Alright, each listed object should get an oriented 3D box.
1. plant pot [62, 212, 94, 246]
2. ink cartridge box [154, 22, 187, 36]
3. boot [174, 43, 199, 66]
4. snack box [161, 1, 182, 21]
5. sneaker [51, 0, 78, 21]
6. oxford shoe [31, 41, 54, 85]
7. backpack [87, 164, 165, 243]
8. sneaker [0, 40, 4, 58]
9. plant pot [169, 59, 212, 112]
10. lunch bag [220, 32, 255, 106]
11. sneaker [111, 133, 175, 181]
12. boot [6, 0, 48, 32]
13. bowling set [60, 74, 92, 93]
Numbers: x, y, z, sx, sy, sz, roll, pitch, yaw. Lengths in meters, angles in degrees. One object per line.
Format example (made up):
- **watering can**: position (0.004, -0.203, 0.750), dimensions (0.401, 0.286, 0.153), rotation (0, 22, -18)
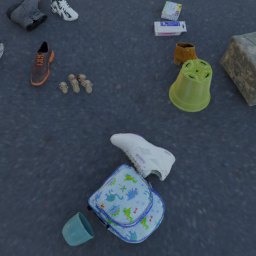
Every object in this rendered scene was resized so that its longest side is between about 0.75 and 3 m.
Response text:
- **plant pot**: position (-1.475, 2.962, 8.051), dimensions (0.660, 0.822, 0.822), rotation (-34, 65, -4)
- **ink cartridge box**: position (1.893, -4.474, 12.572), dimensions (1.412, 0.262, 0.669), rotation (-2, 60, 2)
- **boot**: position (2.578, -2.842, 11.164), dimensions (1.503, 1.076, 0.529), rotation (13, 62, 7)
- **snack box**: position (2.035, -5.468, 13.103), dimensions (0.759, 0.305, 0.900), rotation (17, 61, 8)
- **sneaker**: position (-2.966, -5.627, 12.799), dimensions (1.527, 0.994, 0.609), rotation (39, 68, 20)
- **oxford shoe**: position (-3.530, -2.614, 11.234), dimensions (0.711, 0.724, 1.997), rotation (3, 60, 2)
- **backpack**: position (0.033, 2.235, 8.068), dimensions (1.965, 1.444, 1.798), rotation (41, 72, 16)
- **sneaker**: position (-6.188, -3.667, 11.578), dimensions (1.887, 0.993, 2.611), rotation (-18, 71, 2)
- **plant pot**: position (2.394, -1.656, 10.266), dimensions (1.597, 1.468, 1.597), rotation (0, 60, 0)
- **lunch bag**: position (5.506, -2.398, 10.577), dimensions (2.935, 1.725, 2.407), rotation (-13, 60, -15)
- **sneaker**: position (0.403, 0.909, 9.022), dimensions (2.223, 0.832, 1.107), rotation (25, 68, -1)
- **boot**: position (-4.241, -5.446, 12.915), dimensions (1.531, 0.812, 2.326), rotation (34, 77, 14)
- **bowling set**: position (-2.000, -1.854, 10.834), dimensions (1.249, 0.670, 0.869), rotation (-3, 61, -2)
